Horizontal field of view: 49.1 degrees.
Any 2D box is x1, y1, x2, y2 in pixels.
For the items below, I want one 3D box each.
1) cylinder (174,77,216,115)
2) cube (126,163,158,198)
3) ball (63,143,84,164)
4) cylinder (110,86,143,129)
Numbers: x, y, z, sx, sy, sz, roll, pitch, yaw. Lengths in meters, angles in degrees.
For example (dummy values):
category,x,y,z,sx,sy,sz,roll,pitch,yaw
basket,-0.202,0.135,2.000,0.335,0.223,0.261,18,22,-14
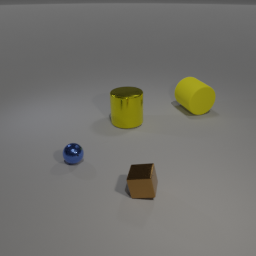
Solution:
category,x,y,z,sx,sy,sz,roll,pitch,yaw
cylinder,3.106,-1.517,13.097,1.400,1.400,1.400,-10,31,-18
cube,0.421,1.498,7.965,0.700,0.700,0.700,-6,28,16
ball,-1.834,0.847,9.376,0.700,0.700,0.700,0,27,0
cylinder,-0.047,-0.894,11.937,1.400,1.400,1.400,-1,27,1
